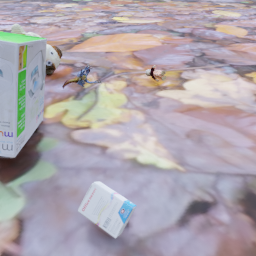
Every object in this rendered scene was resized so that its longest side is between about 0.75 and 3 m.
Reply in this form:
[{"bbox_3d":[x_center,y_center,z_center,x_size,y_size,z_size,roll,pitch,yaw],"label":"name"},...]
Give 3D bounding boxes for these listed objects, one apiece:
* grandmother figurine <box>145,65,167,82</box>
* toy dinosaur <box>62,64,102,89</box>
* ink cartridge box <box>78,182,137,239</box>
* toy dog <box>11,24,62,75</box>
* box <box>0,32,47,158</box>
[{"bbox_3d":[1.017,-2.057,10.593,0.313,0.627,1.033,-13,20,-30],"label":"grandmother figurine"},{"bbox_3d":[-1.626,-1.866,9.761,1.411,0.741,1.281,-8,17,-12],"label":"toy dinosaur"},{"bbox_3d":[-0.361,1.388,4.844,0.824,0.596,0.349,30,1,16],"label":"ink cartridge box"},{"bbox_3d":[-3.789,-2.953,11.499,2.176,2.110,1.518,23,75,26],"label":"toy dog"},{"bbox_3d":[-2.892,-0.956,6.628,1.319,2.407,2.728,6,18,-6],"label":"box"}]
